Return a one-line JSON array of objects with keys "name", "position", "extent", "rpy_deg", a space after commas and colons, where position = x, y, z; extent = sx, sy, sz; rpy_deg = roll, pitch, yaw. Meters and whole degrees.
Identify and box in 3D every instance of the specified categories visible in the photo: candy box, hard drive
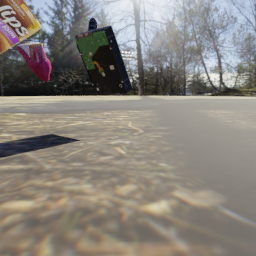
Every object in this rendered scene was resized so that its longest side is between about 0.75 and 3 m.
[{"name": "candy box", "position": [-2.808, -2.160, 5.786], "extent": [0.557, 1.151, 1.972], "rpy_deg": [-16, 30, 32]}, {"name": "hard drive", "position": [-0.751, -1.985, 8.529], "extent": [1.386, 1.983, 0.375], "rpy_deg": [2, 34, 40]}]

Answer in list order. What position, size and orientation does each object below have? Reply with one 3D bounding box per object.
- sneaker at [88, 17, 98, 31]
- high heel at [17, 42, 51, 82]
[{"name": "sneaker", "position": [-1.566, -4.319, 12.369], "extent": [0.423, 1.079, 0.428], "rpy_deg": [4, 17, 3]}, {"name": "high heel", "position": [-3.120, -2.253, 9.428], "extent": [0.812, 1.156, 2.410], "rpy_deg": [-19, 24, -29]}]
